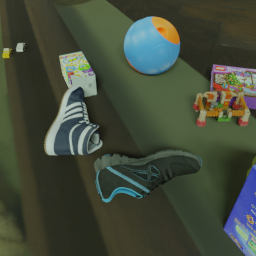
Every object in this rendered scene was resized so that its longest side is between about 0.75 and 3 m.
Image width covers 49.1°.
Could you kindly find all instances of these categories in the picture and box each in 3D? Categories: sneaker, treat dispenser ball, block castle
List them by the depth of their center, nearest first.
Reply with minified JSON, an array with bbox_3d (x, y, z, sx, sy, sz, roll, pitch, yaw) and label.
[{"bbox_3d":[0.524,1.204,6.882,2.648,0.969,1.084,-6,61,0],"label":"sneaker"},{"bbox_3d":[-1.330,-0.234,8.222,1.399,0.904,2.579,4,50,11],"label":"sneaker"},{"bbox_3d":[2.871,-0.536,8.724,1.563,0.733,1.044,-1,47,2],"label":"block castle"},{"bbox_3d":[0.884,-3.030,10.402,2.072,2.072,2.072,0,43,0],"label":"treat dispenser ball"}]

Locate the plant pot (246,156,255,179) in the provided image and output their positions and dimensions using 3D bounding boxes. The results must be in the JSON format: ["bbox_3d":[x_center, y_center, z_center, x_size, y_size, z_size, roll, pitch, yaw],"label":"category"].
[{"bbox_3d":[3.305,1.102,5.952,1.344,1.344,1.276,-34,44,-31],"label":"plant pot"}]

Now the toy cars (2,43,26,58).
[{"bbox_3d":[-4.913,-3.417,12.072,0.590,0.291,1.317,28,50,26],"label":"toy cars"}]

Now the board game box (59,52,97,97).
[{"bbox_3d":[-1.805,-1.914,10.048,0.867,0.882,1.682,-15,45,-16],"label":"board game box"}]

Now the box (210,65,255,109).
[{"bbox_3d":[4.231,-1.414,9.775,2.605,0.509,1.783,9,44,9],"label":"box"}]

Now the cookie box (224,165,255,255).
[{"bbox_3d":[2.917,1.874,5.022,0.846,2.250,1.925,-21,47,-21],"label":"cookie box"}]
